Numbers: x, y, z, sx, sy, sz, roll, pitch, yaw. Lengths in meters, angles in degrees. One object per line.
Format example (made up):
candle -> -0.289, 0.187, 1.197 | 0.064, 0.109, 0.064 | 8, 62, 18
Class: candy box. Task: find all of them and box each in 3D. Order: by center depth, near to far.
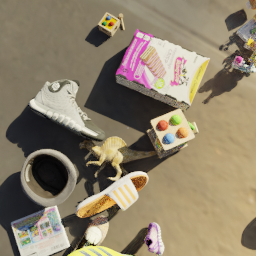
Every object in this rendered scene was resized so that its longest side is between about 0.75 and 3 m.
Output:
candy box -> 1.129, -1.926, 9.400 | 2.644, 0.806, 1.803 | 23, 81, 3

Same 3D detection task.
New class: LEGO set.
LEGO set -> 4.524, -3.267, 9.296 | 1.364, 1.103, 2.964 | 17, 81, 3

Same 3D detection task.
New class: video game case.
video game case -> -2.768, 3.357, 8.844 | 1.497, 0.177, 1.363 | -21, 81, -3
video game case -> 4.880, -3.382, 9.965 | 1.511, 0.179, 1.375 | -39, 83, -6

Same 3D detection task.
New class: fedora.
fedora -> -2.428, 1.559, 8.806 | 1.843, 0.832, 1.630 | 32, 80, 11

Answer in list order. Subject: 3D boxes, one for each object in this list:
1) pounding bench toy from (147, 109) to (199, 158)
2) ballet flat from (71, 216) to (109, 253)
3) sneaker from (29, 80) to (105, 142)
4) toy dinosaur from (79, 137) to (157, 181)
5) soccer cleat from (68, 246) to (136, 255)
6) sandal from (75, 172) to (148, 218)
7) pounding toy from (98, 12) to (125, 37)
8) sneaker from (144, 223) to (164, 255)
pounding bench toy -> 1.579, 0.064, 8.771 | 1.618, 1.262, 1.005 | -23, 74, -9
ballet flat -> -1.212, 3.571, 8.576 | 0.636, 0.628, 1.869 | 32, 82, 5
sneaker -> -1.732, -0.744, 9.121 | 2.745, 1.030, 1.585 | 26, 79, 5
toy dinosaur -> -0.303, 0.984, 8.935 | 2.744, 0.799, 1.387 | 7, 79, 1
soccer cleat -> -0.421, 4.034, 7.935 | 2.810, 1.175, 0.908 | 14, 89, -13
sandal -> -0.388, 2.277, 8.580 | 2.526, 0.968, 0.724 | -31, 46, 2
pounding toy -> -0.474, -3.741, 9.907 | 0.792, 0.413, 0.902 | 32, 82, 5
sneaker -> 0.717, 3.275, 8.371 | 0.489, 1.106, 0.445 | 12, 117, -13
